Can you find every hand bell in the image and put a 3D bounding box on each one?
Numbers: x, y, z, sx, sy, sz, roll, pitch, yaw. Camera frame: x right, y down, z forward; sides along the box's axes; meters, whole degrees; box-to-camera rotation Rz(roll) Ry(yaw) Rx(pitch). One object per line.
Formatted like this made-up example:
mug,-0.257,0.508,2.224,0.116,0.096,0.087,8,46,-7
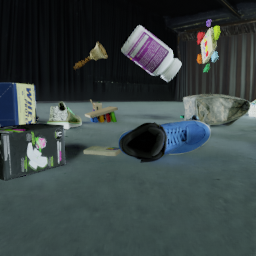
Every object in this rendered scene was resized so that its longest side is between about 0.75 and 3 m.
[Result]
hand bell,-1.483,-2.582,10.475,1.316,0.685,0.685,-27,0,16

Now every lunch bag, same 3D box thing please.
lunch bag,3.981,-0.845,12.735,2.498,1.469,2.049,-5,8,-4

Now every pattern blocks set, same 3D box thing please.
pattern blocks set,2.955,-3.041,10.301,0.158,1.949,1.713,6,-17,-9

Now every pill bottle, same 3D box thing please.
pill bottle,0.839,-2.514,9.696,1.982,1.113,1.113,35,2,-9

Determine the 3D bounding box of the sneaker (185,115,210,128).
sneaker,2.582,-0.156,10.348,1.421,0.679,0.563,-7,10,-44

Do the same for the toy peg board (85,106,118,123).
toy peg board,-1.298,-0.547,14.205,1.430,0.703,1.436,-19,11,-16

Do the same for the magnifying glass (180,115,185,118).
magnifying glass,3.602,-0.611,16.151,0.590,0.166,1.482,-4,6,-31

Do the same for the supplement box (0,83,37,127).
supplement box,-4.902,-0.668,9.932,2.671,1.793,2.668,-1,7,-5

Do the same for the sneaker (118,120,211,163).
sneaker,0.881,0.265,6.230,2.197,0.843,1.222,-4,2,-2

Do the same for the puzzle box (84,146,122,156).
puzzle box,-0.608,0.566,6.950,0.834,0.106,0.555,2,7,17

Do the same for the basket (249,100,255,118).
basket,8.055,-1.182,16.332,1.723,1.198,1.519,-12,10,-16

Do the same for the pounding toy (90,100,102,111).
pounding toy,-2.193,-1.443,19.209,0.709,0.997,0.918,-2,7,-14

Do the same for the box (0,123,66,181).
box,-2.050,0.385,5.442,1.003,0.839,1.351,5,9,36

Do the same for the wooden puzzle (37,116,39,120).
wooden puzzle,-6.019,-0.559,14.841,1.747,0.352,1.888,4,9,29

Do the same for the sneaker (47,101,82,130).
sneaker,-2.602,-0.563,11.802,0.969,1.117,2.521,1,7,8
